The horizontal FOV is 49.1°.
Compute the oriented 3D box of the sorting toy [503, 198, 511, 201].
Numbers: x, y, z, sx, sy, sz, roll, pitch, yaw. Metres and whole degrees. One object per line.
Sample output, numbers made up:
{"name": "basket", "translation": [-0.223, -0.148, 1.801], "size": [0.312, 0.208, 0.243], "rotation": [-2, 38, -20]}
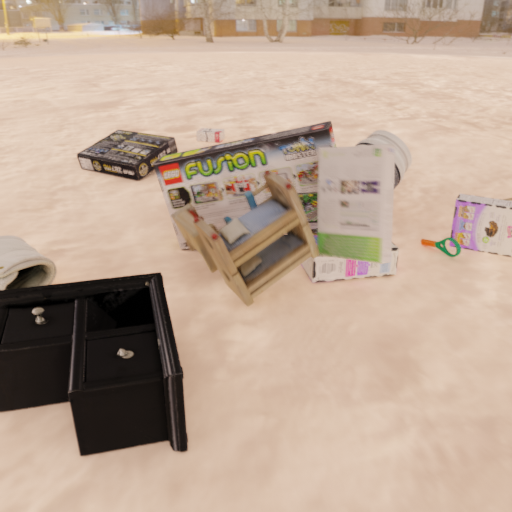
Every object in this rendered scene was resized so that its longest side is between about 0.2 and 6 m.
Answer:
{"name": "sorting toy", "translation": [6.154, -0.671, 11.812], "size": [2.817, 0.415, 2.082], "rotation": [-12, 33, -31]}

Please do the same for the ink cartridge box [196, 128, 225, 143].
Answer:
{"name": "ink cartridge box", "translation": [-1.557, -4.126, 19.143], "size": [0.847, 0.359, 0.617], "rotation": [4, 26, 13]}

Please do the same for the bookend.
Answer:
{"name": "bookend", "translation": [-2.196, 1.326, 6.809], "size": [2.420, 1.114, 2.404], "rotation": [-6, 26, -12]}

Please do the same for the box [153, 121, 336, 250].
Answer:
{"name": "box", "translation": [-0.075, -1.259, 10.530], "size": [3.353, 1.845, 0.582], "rotation": [-8, 23, 16]}

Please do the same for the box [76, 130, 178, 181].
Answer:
{"name": "box", "translation": [-3.679, -2.937, 16.018], "size": [2.251, 0.553, 1.815], "rotation": [14, 43, 28]}

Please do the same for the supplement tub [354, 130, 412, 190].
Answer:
{"name": "supplement tub", "translation": [2.393, -1.724, 12.240], "size": [1.848, 1.297, 1.297], "rotation": [-46, 43, -16]}

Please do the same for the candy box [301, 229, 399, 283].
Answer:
{"name": "candy box", "translation": [1.634, -0.097, 10.414], "size": [1.595, 0.571, 1.338], "rotation": [-5, 25, -9]}

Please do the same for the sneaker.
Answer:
{"name": "sneaker", "translation": [-4.659, 0.381, 8.900], "size": [1.619, 1.032, 2.801], "rotation": [19, 30, 41]}

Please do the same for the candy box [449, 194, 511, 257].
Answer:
{"name": "candy box", "translation": [4.499, -0.609, 10.988], "size": [1.201, 1.008, 0.430], "rotation": [12, 28, 24]}

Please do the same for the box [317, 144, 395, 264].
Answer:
{"name": "box", "translation": [1.544, -0.826, 8.833], "size": [0.326, 1.792, 1.294], "rotation": [-5, 9, -42]}

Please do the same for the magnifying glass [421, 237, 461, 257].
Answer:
{"name": "magnifying glass", "translation": [3.585, -0.207, 10.901], "size": [0.109, 0.389, 0.977], "rotation": [-26, 20, -23]}

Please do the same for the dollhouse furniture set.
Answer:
{"name": "dollhouse furniture set", "translation": [-0.340, -0.594, 9.365], "size": [1.517, 1.508, 2.152], "rotation": [-35, 41, -13]}
